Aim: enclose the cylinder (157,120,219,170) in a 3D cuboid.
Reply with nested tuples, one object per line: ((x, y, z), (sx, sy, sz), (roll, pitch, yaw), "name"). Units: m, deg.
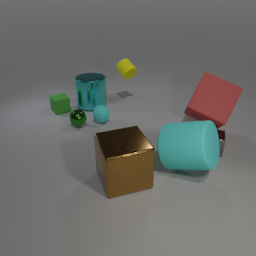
((1.798, 0.522, 8.256), (1.400, 1.400, 1.400), (-4, 23, 34), "cylinder")

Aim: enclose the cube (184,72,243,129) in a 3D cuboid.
((3.014, -0.945, 10.117), (1.400, 1.400, 1.400), (27, -3, 8), "cube")

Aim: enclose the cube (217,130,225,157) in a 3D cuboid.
((2.993, 0.502, 9.813), (0.700, 0.700, 0.700), (8, 30, 15), "cube")

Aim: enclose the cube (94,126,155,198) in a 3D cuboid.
((-0.133, 0.948, 8.218), (1.400, 1.400, 1.400), (-10, 31, -16), "cube")

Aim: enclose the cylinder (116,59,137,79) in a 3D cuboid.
((-0.071, -2.767, 13.150), (0.700, 0.700, 0.700), (-21, 63, -33), "cylinder")

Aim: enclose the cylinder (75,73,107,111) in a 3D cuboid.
((-1.711, -1.714, 13.069), (1.400, 1.400, 1.400), (0, 27, 0), "cylinder")

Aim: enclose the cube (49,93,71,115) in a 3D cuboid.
((-3.075, -1.095, 12.711), (0.700, 0.700, 0.700), (-18, 33, -29), "cube")

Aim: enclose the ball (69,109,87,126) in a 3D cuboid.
((-2.034, -0.413, 11.385), (0.700, 0.700, 0.700), (0, 29, 0), "ball")

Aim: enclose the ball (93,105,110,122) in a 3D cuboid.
((-1.116, -0.594, 11.695), (0.700, 0.700, 0.700), (0, 29, 0), "ball")
